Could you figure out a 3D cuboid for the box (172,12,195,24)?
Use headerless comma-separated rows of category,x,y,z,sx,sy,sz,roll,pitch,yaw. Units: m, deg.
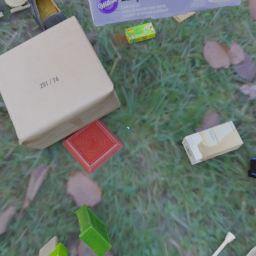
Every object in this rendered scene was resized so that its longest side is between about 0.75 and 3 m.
box,1.886,-4.335,10.307,0.770,0.100,0.942,-34,72,-13

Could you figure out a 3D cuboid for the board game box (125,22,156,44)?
board game box,0.429,-3.337,9.850,0.965,0.230,0.490,-17,70,-6

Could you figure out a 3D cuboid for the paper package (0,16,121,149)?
paper package,-2.057,-1.245,8.078,2.866,1.483,2.732,-28,75,0

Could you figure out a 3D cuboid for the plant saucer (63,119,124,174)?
plant saucer,-1.058,0.445,8.375,1.354,0.249,1.357,-40,73,-14

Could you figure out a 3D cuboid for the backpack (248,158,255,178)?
backpack,4.076,1.058,7.668,1.158,1.059,0.851,13,80,-1

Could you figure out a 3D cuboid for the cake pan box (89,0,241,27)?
cake pan box,0.422,-3.301,5.751,2.988,0.782,2.752,-10,51,-4

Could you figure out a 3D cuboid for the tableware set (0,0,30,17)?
tableware set,-4.539,-4.523,10.236,1.960,0.393,1.296,-23,74,-6

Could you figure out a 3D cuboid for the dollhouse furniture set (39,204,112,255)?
dollhouse furniture set,-0.801,3.590,6.969,1.724,1.321,2.632,-42,103,-8

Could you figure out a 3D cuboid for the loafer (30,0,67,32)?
loafer,-2.464,-3.397,9.334,1.090,1.083,2.995,-34,80,-12

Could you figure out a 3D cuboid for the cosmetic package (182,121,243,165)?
cosmetic package,2.461,0.435,8.218,1.507,0.536,0.793,-20,70,-7

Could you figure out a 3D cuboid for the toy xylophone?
toy xylophone,2.811,3.757,6.886,1.778,0.610,2.428,38,73,14
